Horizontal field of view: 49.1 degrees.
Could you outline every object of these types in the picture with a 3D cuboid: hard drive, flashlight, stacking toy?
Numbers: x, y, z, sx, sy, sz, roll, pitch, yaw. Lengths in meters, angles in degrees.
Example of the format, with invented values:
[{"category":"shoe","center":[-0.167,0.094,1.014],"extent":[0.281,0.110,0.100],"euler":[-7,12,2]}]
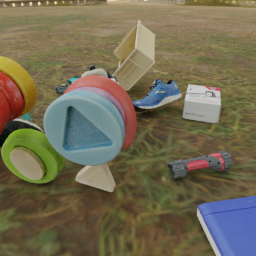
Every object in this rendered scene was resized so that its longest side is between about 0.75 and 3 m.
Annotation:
[{"category":"hard drive","center":[2.201,1.914,3.697],"extent":[1.713,0.329,2.597],"euler":[-6,29,-6]},{"category":"flashlight","center":[1.507,0.796,5.831],"extent":[1.282,0.436,0.434],"euler":[-11,-5,-12]},{"category":"stacking toy","center":[-1.360,0.337,4.561],"extent":[2.807,2.541,1.186],"euler":[9,35,8]}]

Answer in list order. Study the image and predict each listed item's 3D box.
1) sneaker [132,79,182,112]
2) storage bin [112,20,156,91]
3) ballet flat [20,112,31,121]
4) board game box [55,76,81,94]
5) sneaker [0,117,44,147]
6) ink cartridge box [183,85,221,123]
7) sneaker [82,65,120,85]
[{"category":"sneaker","center":[0.794,-1.009,8.487],"extent":[1.776,0.792,0.698],"euler":[-25,7,-30]},{"category":"storage bin","center":[0.115,-2.456,9.795],"extent":[0.839,1.777,1.790],"euler":[28,43,-24]},{"category":"ballet flat","center":[-2.989,-0.526,7.500],"extent":[0.454,1.314,0.467],"euler":[-26,-5,-35]},{"category":"board game box","center":[-1.442,-1.473,10.186],"extent":[1.957,0.276,1.324],"euler":[11,30,20]},{"category":"sneaker","center":[-2.982,0.241,6.125],"extent":[2.240,0.848,0.981],"euler":[15,35,-25]},{"category":"ink cartridge box","center":[2.255,-0.772,8.507],"extent":[1.027,0.590,1.414],"euler":[9,29,12]},{"category":"sneaker","center":[-0.902,-0.959,7.493],"extent":[0.945,1.540,2.367],"euler":[-30,30,-25]}]
